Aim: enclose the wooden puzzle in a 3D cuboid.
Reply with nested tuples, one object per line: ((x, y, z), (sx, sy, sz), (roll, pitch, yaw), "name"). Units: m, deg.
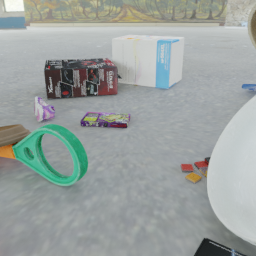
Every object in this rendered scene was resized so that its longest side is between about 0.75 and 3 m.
((2.012, 0.845, 5.331), (1.897, 0.133, 1.125), (-6, 24, -14), "wooden puzzle")

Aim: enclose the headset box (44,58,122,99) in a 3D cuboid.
((-1.675, -1.980, 10.724), (2.841, 1.066, 2.112), (-6, 24, -13), "headset box")

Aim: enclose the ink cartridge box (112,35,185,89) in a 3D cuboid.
((0.684, -2.917, 11.924), (2.933, 1.837, 1.885), (11, 26, 23), "ink cartridge box")

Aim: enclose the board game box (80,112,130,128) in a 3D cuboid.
((-0.607, -0.235, 7.818), (1.279, 0.207, 0.768), (3, 28, 7), "board game box")

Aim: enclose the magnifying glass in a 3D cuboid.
((-1.918, 0.456, 5.332), (2.819, 1.122, 0.316), (3, 24, 34), "magnifying glass")

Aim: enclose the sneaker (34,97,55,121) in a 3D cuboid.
((-2.457, -0.558, 8.257), (0.543, 0.494, 1.228), (-4, 27, -25), "sneaker")

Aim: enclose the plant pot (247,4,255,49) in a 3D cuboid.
((3.342, -1.982, 4.485), (1.806, 1.973, 1.973), (-49, 36, -4), "plant pot")

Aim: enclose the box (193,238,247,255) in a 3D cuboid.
((1.194, 1.791, 2.970), (1.194, 0.260, 0.957), (16, 28, 32), "box")

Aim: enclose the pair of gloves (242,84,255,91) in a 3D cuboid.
((5.404, -1.404, 9.956), (2.449, 0.279, 1.969), (2, 9, 4), "pair of gloves")

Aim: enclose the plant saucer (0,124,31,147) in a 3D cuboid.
((-3.070, 0.248, 5.770), (2.072, 0.305, 2.072), (-10, 9, 2), "plant saucer")

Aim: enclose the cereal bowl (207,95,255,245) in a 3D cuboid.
((2.347, 0.505, 3.751), (1.062, 2.551, 2.551), (33, 17, -16), "cereal bowl")
